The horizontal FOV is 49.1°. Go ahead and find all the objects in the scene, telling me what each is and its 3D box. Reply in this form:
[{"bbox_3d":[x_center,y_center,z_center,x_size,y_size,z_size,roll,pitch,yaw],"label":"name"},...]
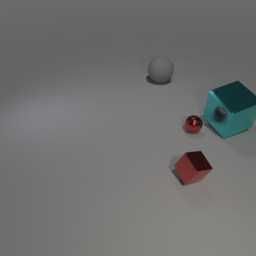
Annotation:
[{"bbox_3d":[2.569,-0.157,10.976,0.700,0.700,0.700,0,33,0],"label":"ball"},{"bbox_3d":[1.982,1.191,8.541,0.700,0.700,0.700,-2,50,-35],"label":"cube"},{"bbox_3d":[3.965,-0.720,10.784,1.400,1.400,1.400,-20,51,-15],"label":"cube"},{"bbox_3d":[1.757,-3.136,14.955,1.400,1.400,1.400,0,33,0],"label":"ball"}]
